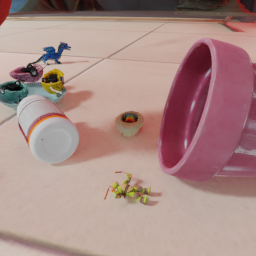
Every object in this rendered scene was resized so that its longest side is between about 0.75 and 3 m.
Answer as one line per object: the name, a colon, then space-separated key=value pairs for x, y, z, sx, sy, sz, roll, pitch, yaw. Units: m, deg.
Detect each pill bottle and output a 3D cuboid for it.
pill bottle: x=-1.959 y=-0.067 z=6.560 sx=1.062 sy=1.062 sz=1.939 roll=-15 pitch=30 yaw=-26

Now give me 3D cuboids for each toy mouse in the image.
toy mouse: x=-3.417 y=-1.486 z=9.357 sx=2.587 sy=0.563 sz=2.910 roll=-7 pitch=36 yaw=-6

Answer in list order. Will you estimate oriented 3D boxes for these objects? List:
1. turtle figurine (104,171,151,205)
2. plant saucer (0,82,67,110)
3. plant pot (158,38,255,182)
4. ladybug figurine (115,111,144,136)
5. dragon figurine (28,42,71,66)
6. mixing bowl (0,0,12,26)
turtle figurine: x=-0.008 y=1.142 z=5.038 sx=0.756 sy=0.302 sz=0.938 roll=16 pitch=23 yaw=14
plant saucer: x=-3.060 y=-0.970 z=9.044 sx=2.168 sy=0.417 sz=2.168 roll=0 pitch=28 yaw=0
plant pot: x=2.090 y=-0.133 z=5.366 sx=2.361 sy=2.638 sz=2.638 roll=14 pitch=26 yaw=-6
ladybug figurine: x=0.049 y=-0.114 z=7.383 sx=0.747 sy=0.396 sz=1.100 roll=5 pitch=28 yaw=10
dragon figurine: x=-3.790 y=-3.600 z=13.510 sx=2.085 sy=1.037 sz=0.614 roll=-9 pitch=28 yaw=-16
mixing bowl: x=-3.126 y=-2.467 z=5.055 sx=2.519 sy=1.365 sz=2.519 roll=-3 pitch=63 yaw=5
